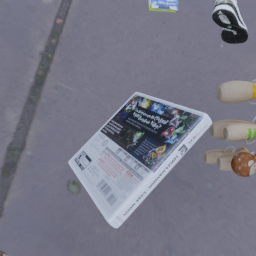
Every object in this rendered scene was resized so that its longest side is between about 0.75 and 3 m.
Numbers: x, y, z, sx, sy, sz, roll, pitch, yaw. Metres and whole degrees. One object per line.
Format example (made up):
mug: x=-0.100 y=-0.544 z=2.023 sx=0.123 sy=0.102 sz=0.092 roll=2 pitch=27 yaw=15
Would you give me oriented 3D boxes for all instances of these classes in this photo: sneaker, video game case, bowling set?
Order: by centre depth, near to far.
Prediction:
video game case: x=0.016 y=0.291 z=4.530 sx=1.916 sy=2.108 sz=0.246 roll=-47 pitch=119 yaw=-7
sneaker: x=1.728 y=-1.888 z=4.572 sx=0.445 sy=1.179 sz=0.678 roll=4 pitch=80 yaw=34
bowling set: x=2.242 y=0.327 z=5.107 sx=1.169 sy=2.178 sz=1.516 roll=-4 pitch=43 yaw=-1

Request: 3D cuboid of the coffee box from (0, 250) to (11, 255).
coffee box: x=-1.784 y=2.821 z=4.401 sx=1.028 sy=1.798 sz=0.717 roll=-32 pitch=33 yaw=8

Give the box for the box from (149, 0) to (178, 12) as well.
box: x=0.675 y=-2.614 z=5.464 sx=0.547 sy=0.214 sz=0.898 roll=1 pitch=70 yaw=-6
